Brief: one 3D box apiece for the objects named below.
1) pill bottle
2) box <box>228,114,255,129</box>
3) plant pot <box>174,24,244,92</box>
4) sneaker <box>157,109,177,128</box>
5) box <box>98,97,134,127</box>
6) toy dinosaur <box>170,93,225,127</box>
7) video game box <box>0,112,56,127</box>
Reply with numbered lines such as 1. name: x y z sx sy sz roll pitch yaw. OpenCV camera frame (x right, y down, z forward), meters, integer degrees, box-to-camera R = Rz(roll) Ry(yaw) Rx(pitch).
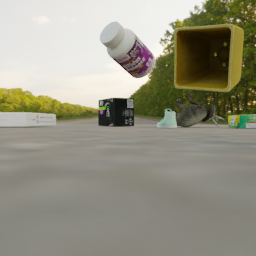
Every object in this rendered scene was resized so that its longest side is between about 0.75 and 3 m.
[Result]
1. pill bottle: -0.016 -3.303 11.944 1.415 1.415 2.520 1 -22 40
2. box: 3.227 -0.174 7.428 0.931 0.384 1.587 0 3 10
3. plant pot: 2.868 -2.359 9.320 1.925 1.938 1.982 12 22 38
4. sneaker: 1.045 -0.251 7.518 0.322 0.516 0.875 -2 0 -22
5. box: -0.556 -0.689 12.485 1.040 1.243 1.673 0 1 -29
6. toy dinosaur: 1.943 -0.446 8.799 2.175 0.837 1.113 -15 41 -27
7. video game box: -4.220 -0.297 10.358 2.362 0.553 2.152 0 3 11
